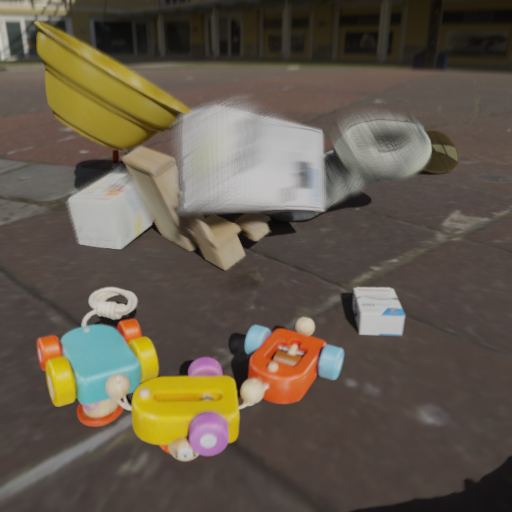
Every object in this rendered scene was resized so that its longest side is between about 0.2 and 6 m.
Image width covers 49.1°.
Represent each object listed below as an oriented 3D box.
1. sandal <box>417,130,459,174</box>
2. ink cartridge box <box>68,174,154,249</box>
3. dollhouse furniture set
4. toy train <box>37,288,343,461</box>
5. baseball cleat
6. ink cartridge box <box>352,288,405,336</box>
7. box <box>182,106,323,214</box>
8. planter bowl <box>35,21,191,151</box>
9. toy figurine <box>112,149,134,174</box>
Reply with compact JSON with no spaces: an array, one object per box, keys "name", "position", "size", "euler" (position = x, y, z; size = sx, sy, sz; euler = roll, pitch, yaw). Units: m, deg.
[{"name":"sandal","position":[3.873,-2.502,14.371],"size":[2.818,1.152,0.769],"euler":[-14,4,-14]},{"name":"ink cartridge box","position":[-2.529,-0.818,10.038],"size":[0.921,0.917,1.268],"euler":[6,31,22]},{"name":"dollhouse furniture set","position":[-0.328,-1.755,9.877],"size":[3.417,1.669,2.914],"euler":[-38,38,-21]},{"name":"toy train","position":[-0.699,1.209,5.674],"size":[2.893,0.805,2.173],"euler":[11,24,17]},{"name":"baseball cleat","position":[1.406,-1.638,10.114],"size":[3.317,1.157,1.766],"euler":[-23,-19,20]},{"name":"ink cartridge box","position":[1.579,0.720,7.324],"size":[0.549,0.317,0.756],"euler":[1,23,2]},{"name":"box","position":[0.019,-1.329,8.407],"size":[0.708,1.373,2.354],"euler":[0,0,44]},{"name":"planter bowl","position":[-2.601,-2.640,9.558],"size":[2.920,1.216,2.920],"euler":[31,12,-7]},{"name":"toy figurine","position":[-3.309,-2.464,14.643],"size":[0.799,0.556,0.786],"euler":[15,21,35]}]
